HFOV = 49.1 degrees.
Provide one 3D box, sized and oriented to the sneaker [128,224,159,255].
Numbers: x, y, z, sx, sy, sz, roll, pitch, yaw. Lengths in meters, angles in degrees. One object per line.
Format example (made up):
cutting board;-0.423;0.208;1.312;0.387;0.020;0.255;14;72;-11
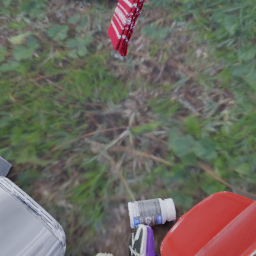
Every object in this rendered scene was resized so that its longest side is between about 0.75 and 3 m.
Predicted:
sneaker;0.542;2.940;5.639;0.846;0.817;2.027;-9;85;-18

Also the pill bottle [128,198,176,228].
pill bottle;0.511;1.828;6.070;0.963;0.548;0.548;-8;71;-2

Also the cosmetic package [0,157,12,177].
cosmetic package;-4.133;0.532;6.063;2.655;1.429;1.126;23;70;9

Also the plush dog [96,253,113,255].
plush dog;-0.416;3.408;4.948;1.504;1.610;1.875;29;73;10

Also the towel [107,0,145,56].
towel;0.138;-2.037;3.939;0.209;1.860;1.345;16;25;-18

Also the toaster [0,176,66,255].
toaster;-2.494;2.189;5.213;2.787;1.584;1.800;35;47;14

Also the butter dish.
butter dish;1.627;2.309;5.292;2.582;1.914;2.589;-36;119;-11
